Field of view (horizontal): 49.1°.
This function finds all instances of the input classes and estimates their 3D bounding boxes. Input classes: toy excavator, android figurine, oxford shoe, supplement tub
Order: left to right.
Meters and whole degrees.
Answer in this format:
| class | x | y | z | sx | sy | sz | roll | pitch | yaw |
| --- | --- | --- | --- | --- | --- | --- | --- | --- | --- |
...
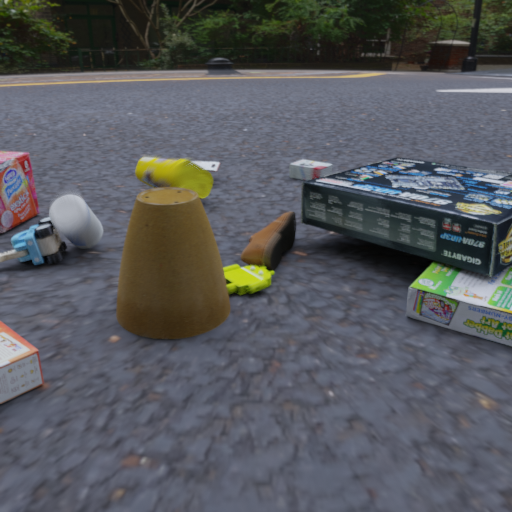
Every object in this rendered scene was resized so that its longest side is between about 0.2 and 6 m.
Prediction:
| class | x | y | z | sx | sy | sz | roll | pitch | yaw |
| --- | --- | --- | --- | --- | --- | --- | --- | --- | --- |
| toy excavator | -4.123 | -0.070 | 9.803 | 1.337 | 0.668 | 1.300 | -16 | 23 | -5 |
| supplement tub | -3.265 | -0.609 | 10.216 | 0.673 | 0.673 | 1.021 | -1 | -22 | 4 |
| android figurine | -0.180 | 0.375 | 9.124 | 1.017 | 0.209 | 0.926 | -16 | 26 | -31 |
| oxford shoe | 0.273 | -0.362 | 10.315 | 0.688 | 0.688 | 1.929 | 3 | 24 | 23 |

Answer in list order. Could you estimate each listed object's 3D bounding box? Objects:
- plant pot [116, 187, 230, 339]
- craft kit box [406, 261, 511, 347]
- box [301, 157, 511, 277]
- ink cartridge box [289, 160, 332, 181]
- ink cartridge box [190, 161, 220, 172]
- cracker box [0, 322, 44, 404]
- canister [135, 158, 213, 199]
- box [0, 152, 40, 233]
| class | x | y | z | sx | sy | sz | roll | pitch | yaw |
| --- | --- | --- | --- | --- | --- | --- | --- | --- | --- |
| plant pot | -1.203 | -0.009 | 8.018 | 1.682 | 1.805 | 1.682 | 1 | 23 | -1 |
| craft kit box | 3.859 | 0.532 | 8.357 | 2.466 | 0.606 | 2.497 | 18 | 29 | 31 |
| box | 3.214 | -0.938 | 10.110 | 3.053 | 0.883 | 3.841 | -20 | 27 | -38 |
| ink cartridge box | 1.472 | -2.299 | 15.165 | 0.964 | 0.399 | 0.703 | 16 | 28 | 33 |
| ink cartridge box | -1.875 | -2.215 | 14.938 | 1.742 | 0.439 | 0.949 | 2 | 23 | 2 |
| cracker box | -3.551 | 1.399 | 6.322 | 1.213 | 0.522 | 1.811 | 21 | 30 | 39 |
| canister | -1.962 | -1.867 | 13.233 | 1.555 | 0.673 | 1.155 | 13 | -7 | 40 |
| box | -6.265 | -1.430 | 11.803 | 2.864 | 1.428 | 1.367 | 4 | 24 | 12 |
